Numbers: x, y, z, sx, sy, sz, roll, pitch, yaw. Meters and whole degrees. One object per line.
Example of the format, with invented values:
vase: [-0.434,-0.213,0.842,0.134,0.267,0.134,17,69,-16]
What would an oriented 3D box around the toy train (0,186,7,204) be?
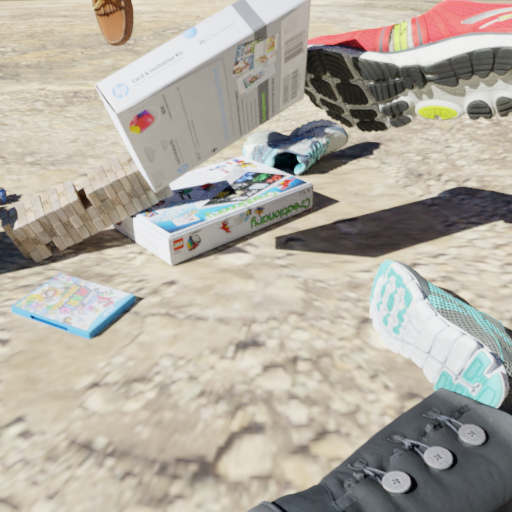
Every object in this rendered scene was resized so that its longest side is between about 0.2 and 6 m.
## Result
toy train: [-4.571,-0.789,9.240,0.348,0.259,1.520,8,31,7]

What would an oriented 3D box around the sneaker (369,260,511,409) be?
sneaker: [2.084,0.826,6.076,1.047,0.890,2.295,4,30,-25]

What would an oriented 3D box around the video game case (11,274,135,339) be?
video game case: [-2.267,0.596,6.975,1.232,0.110,0.882,14,32,22]

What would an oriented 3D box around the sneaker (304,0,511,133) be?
sneaker: [1.923,-2.344,6.656,3.253,1.253,1.381,11,61,35]

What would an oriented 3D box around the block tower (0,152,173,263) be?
block tower: [-2.369,-0.782,8.097,2.422,0.700,0.654,-29,42,-8]

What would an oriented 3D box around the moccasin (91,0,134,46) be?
moccasin: [-2.144,-3.879,7.965,0.615,1.683,0.649,2,16,15]

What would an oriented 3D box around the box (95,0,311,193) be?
box: [-0.460,-1.819,6.269,2.282,1.779,0.470,-35,74,-8]

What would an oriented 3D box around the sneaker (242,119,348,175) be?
sneaker: [0.899,-1.985,10.983,2.220,0.862,0.958,-16,48,-18]

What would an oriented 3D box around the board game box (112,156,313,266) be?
board game box: [-0.723,-0.861,9.104,2.900,0.502,1.831,-24,37,-35]

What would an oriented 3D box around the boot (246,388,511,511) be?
boot: [1.353,2.002,3.999,2.319,0.761,1.911,-15,35,-32]
